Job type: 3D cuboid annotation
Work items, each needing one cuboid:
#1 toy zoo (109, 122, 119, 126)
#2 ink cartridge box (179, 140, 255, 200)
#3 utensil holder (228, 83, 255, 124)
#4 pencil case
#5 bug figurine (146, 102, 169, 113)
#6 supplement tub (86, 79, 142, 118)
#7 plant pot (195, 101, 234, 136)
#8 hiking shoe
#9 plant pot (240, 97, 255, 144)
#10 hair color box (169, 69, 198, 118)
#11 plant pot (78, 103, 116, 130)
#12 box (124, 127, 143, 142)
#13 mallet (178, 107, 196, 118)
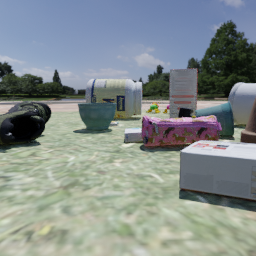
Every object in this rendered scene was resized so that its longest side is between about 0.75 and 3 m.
[{"bbox_3d":[-0.968,-0.170,12.046,1.199,0.123,0.787,-3,7,-22],"label":"toy zoo"},{"bbox_3d":[1.626,0.579,4.242,1.394,0.584,1.223,4,8,27],"label":"ink cartridge box"},{"bbox_3d":[5.589,-0.933,11.627,1.840,1.840,2.166,-6,12,-41],"label":"utensil holder"},{"bbox_3d":[1.368,0.065,7.389,2.022,0.837,0.875,0,19,-4],"label":"pencil case"},{"bbox_3d":[2.593,-1.435,19.651,2.851,0.734,2.211,4,8,25],"label":"bug figurine"},{"bbox_3d":[-0.719,-1.659,15.715,2.986,2.165,2.165,1,7,4],"label":"supplement tub"},{"bbox_3d":[2.825,-0.250,9.241,1.112,1.135,1.135,-6,6,11],"label":"plant pot"},{"bbox_3d":[-2.950,-0.063,8.255,1.501,1.129,2.983,11,19,16],"label":"hiking shoe"},{"bbox_3d":[3.888,-0.248,7.313,1.699,1.482,1.699,1,8,0],"label":"plant pot"},{"bbox_3d":[3.051,-1.877,15.400,1.474,2.658,0.850,2,7,16],"label":"hair color box"},{"bbox_3d":[-1.186,-0.454,10.838,1.483,0.993,1.483,0,8,0],"label":"plant pot"},{"bbox_3d":[0.725,0.149,8.487,1.648,0.299,1.189,-3,7,1],"label":"box"},{"bbox_3d":[3.297,-0.481,11.876,2.418,0.796,0.498,0,7,-5],"label":"mallet"}]
